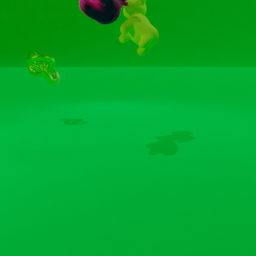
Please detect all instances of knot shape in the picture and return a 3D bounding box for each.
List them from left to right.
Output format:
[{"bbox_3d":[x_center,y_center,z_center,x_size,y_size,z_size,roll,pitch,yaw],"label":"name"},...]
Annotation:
[{"bbox_3d":[-2.773,-1.963,8.811,1.189,1.271,0.587,27,70,28],"label":"knot shape"}]

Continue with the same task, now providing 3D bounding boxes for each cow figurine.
[{"bbox_3d":[-0.419,-2.480,5.492,0.784,1.428,1.405,-35,-33,24],"label":"cow figurine"},{"bbox_3d":[0.301,-2.384,6.415,1.190,1.171,0.653,39,-18,7],"label":"cow figurine"}]
